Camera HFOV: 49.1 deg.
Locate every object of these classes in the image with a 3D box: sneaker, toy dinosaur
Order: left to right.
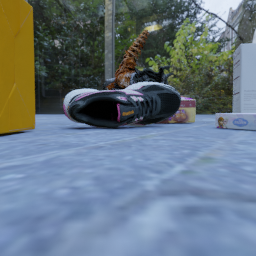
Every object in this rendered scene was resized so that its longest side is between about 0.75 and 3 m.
[{"bbox_3d":[-0.039,-0.426,6.879,2.987,1.200,1.289,-9,16,-12],"label":"sneaker"},{"bbox_3d":[0.260,-1.390,8.738,2.033,1.530,2.995,8,-35,-7],"label":"toy dinosaur"}]

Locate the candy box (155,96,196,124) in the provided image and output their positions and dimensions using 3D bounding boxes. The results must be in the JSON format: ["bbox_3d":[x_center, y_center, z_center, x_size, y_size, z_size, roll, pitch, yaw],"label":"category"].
[{"bbox_3d":[1.262,-0.799,10.645,1.745,0.844,2.990,-1,10,-5],"label":"candy box"}]

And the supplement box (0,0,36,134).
[{"bbox_3d":[-3.225,-1.149,4.984,2.536,2.502,1.684,0,3,5],"label":"supplement box"}]

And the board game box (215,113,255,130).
[{"bbox_3d":[3.298,-0.158,6.416,1.789,0.369,1.793,-2,4,-32],"label":"board game box"}]

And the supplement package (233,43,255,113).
[{"bbox_3d":[4.293,-1.392,9.170,1.467,2.509,1.472,1,3,12],"label":"supplement package"}]
